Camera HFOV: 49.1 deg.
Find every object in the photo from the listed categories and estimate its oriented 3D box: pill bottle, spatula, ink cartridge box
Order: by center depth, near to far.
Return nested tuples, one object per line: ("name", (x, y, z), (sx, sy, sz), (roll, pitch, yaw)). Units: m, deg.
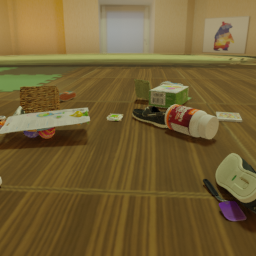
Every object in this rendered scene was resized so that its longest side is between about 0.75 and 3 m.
("spatula", (1.954, 1.478, 5.996), (0.415, 0.151, 1.468), (-4, 19, -11))
("pill bottle", (2.193, -0.218, 9.746), (0.938, 0.938, 1.713), (-16, 24, -38))
("ink cartridge box", (2.244, -1.724, 14.355), (1.405, 0.802, 2.706), (10, 21, 28))

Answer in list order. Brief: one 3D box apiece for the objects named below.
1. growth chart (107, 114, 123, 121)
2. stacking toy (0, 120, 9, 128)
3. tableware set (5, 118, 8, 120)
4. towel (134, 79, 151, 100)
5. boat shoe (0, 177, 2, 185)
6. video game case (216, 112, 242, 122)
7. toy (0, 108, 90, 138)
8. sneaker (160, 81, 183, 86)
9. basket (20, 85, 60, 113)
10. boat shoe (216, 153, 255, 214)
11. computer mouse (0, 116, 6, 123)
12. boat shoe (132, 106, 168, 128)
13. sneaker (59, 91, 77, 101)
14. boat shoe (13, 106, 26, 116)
("growth chart", (-0.558, -0.443, 11.735), (0.702, 0.086, 0.971), (1, 18, 7))
("stacking toy", (-5.001, -0.118, 10.011), (1.483, 0.861, 0.814), (1, 18, -44))
("tableware set", (-4.952, -0.344, 11.435), (0.635, 0.088, 0.760), (-1, 17, -4))
("towel", (0.778, -2.002, 14.538), (0.905, 1.220, 0.223), (16, 50, 24))
("boat shoe", (-3.891, 1.129, 6.265), (1.945, 0.636, 0.716), (-3, 19, -10))
("video game case", (4.217, -0.472, 11.751), (0.943, 0.119, 1.036), (5, 19, 12))
("toy", (-2.738, -0.079, 9.652), (2.870, 0.678, 1.653), (-11, 22, -7))
("sneaker", (2.625, -2.497, 17.076), (1.487, 0.558, 0.645), (6, 25, 18))
("basket", (-4.096, -1.165, 13.121), (1.749, 1.303, 1.249), (-4, -13, -12))
("boat shoe", (2.554, 1.209, 6.225), (0.758, 0.805, 2.242), (38, 11, -6))
("computer mouse", (-5.375, -0.141, 10.512), (1.535, 0.337, 0.842), (-11, 17, -15))
("boat shoe", (0.974, -0.567, 11.179), (0.745, 0.701, 2.073), (-16, 23, -37))
("sneaker", (-3.344, -1.682, 14.851), (0.527, 0.471, 1.320), (4, 14, 30))
("boat shoe", (-4.408, -0.508, 11.443), (0.434, 0.482, 1.364), (35, 6, -24))
